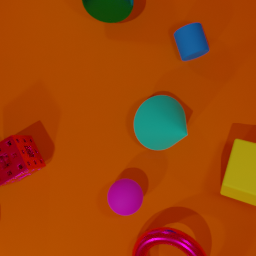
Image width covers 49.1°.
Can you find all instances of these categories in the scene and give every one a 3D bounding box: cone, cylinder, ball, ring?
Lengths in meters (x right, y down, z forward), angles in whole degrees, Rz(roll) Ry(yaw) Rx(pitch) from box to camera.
[{"bbox_3d":[1.109,0.007,7.016,1.543,1.549,1.543,-3,102,-16],"label":"cone"},{"bbox_3d":[-0.460,-3.712,7.326,1.328,1.328,1.328,6,64,0],"label":"cylinder"},{"bbox_3d":[1.749,-2.361,7.726,0.784,0.784,0.784,-18,88,-1],"label":"cylinder"},{"bbox_3d":[-0.069,1.824,7.421,0.945,0.945,0.945,0,87,0],"label":"ball"},{"bbox_3d":[1.083,3.561,7.268,2.089,0.418,2.089,5,103,21],"label":"ring"}]

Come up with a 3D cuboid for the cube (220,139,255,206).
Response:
[{"bbox_3d":[3.123,1.171,7.029,1.235,1.235,1.235,16,72,21],"label":"cube"}]

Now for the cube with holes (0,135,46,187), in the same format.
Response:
[{"bbox_3d":[-2.981,0.842,7.386,0.970,0.970,0.970,-29,83,8],"label":"cube with holes"}]
